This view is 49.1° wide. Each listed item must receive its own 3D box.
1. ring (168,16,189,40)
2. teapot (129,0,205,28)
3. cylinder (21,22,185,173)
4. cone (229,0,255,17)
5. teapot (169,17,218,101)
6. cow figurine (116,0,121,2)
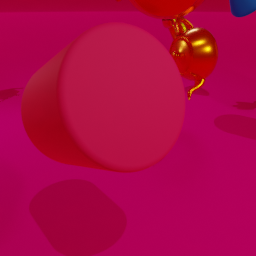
[{"bbox_3d":[1.168,-2.246,6.450,0.259,1.294,1.294,-26,23,8],"label":"ring"},{"bbox_3d":[0.485,-2.032,3.397,1.152,1.852,0.907,4,54,12],"label":"teapot"},{"bbox_3d":[-0.276,-0.208,2.607,1.156,1.156,1.156,-17,6,-32],"label":"cylinder"},{"bbox_3d":[2.869,-3.721,7.277,1.158,1.154,1.154,25,10,-33],"label":"cone"},{"bbox_3d":[0.938,-1.053,4.221,0.623,1.272,0.791,-10,-3,-25],"label":"teapot"},{"bbox_3d":[-0.296,-4.629,8.483,0.780,1.397,1.420,32,51,16],"label":"cow figurine"}]
